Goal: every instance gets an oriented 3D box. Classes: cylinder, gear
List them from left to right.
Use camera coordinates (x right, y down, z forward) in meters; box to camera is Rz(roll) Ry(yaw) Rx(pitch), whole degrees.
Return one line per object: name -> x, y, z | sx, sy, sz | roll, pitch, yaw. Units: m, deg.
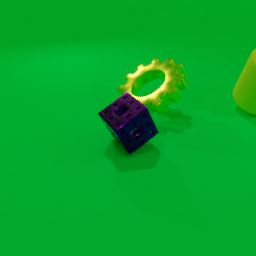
gear -> 0.625, -1.109, 7.699 | 1.980, 0.366, 1.980 | -20, 43, 20
cylinder -> 3.751, -1.249, 7.563 | 1.376, 1.376, 1.376 | 3, 50, -3

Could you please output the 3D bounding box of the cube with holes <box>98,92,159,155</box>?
cube with holes -> 0.009, -0.106, 6.169 | 0.830, 0.830, 0.830 | -37, 43, -8
